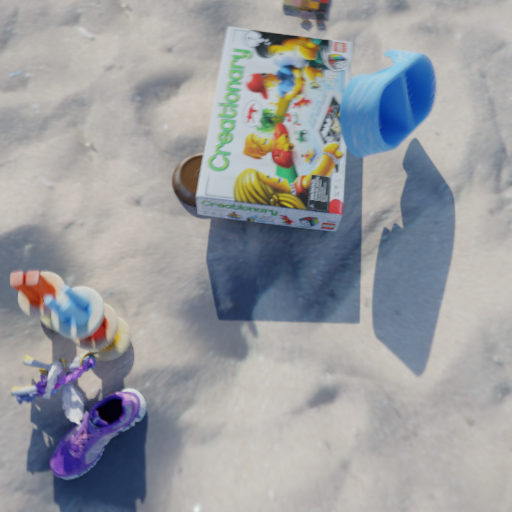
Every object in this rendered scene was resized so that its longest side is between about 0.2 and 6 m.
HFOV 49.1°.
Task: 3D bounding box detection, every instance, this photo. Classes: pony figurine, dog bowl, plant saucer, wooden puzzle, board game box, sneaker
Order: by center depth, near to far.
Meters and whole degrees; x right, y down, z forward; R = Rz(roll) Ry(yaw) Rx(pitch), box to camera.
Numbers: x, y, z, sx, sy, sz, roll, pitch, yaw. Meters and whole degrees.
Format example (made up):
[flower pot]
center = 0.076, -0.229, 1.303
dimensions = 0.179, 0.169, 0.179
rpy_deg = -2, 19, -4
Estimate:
[sneaker]
center = -2.909, 3.129, 10.042
dimensions = 1.975, 0.873, 0.794
rpy_deg = -43, 75, -14
[pony figurine]
center = -3.688, 2.304, 10.275
dimensions = 1.443, 1.202, 1.393
rpy_deg = -11, 40, 10
[dog bowl]
center = 2.833, -3.190, 11.631
dimensions = 0.742, 1.668, 2.992
rpy_deg = 11, 42, 41
[plant saucer]
center = -1.179, -1.739, 12.387
dimensions = 1.413, 0.259, 1.413
rpy_deg = 0, 67, 0
[board game box]
center = 0.508, -2.920, 12.401
dimensions = 2.969, 0.814, 4.703
rpy_deg = 7, 65, 0
[wooden puzzle]
center = 1.331, -6.825, 14.543
dimensions = 1.162, 0.138, 1.960
rpy_deg = 11, 68, 4

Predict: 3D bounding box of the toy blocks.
[toy blocks]
center = -3.493, 0.862, 10.001
dimensions = 2.134, 2.560, 0.930
rpy_deg = 28, 72, 14
